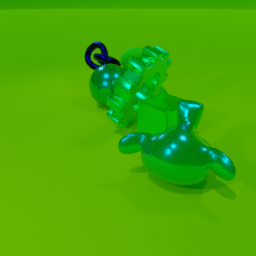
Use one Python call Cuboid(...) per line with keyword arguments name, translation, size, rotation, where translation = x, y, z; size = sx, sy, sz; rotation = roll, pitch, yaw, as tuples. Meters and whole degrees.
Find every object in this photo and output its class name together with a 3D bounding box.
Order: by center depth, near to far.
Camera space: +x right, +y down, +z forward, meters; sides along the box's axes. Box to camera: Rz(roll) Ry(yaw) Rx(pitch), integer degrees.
Cuboid(name="monkey head", translation=(0.904, 0.242, 4.881), size=(1.985, 1.428, 1.196), rotation=(12, 13, 22))
Cuboid(name="cube", translation=(0.863, -0.184, 6.510), size=(0.931, 0.931, 0.931), rotation=(-19, 31, -36))
Cuboid(name="gear", translation=(0.290, -0.969, 6.830), size=(0.386, 2.087, 2.087), rotation=(36, 37, 17))
Cuboid(name="ball", translation=(-0.540, -1.288, 8.464), size=(1.278, 1.278, 1.278), rotation=(0, 25, 0))
Cuboid(name="knot shape", translation=(0.501, -1.555, 8.736), size=(0.939, 2.032, 1.901), rotation=(-27, 15, -2))
Cuboid(name="knot shape", translation=(-0.862, -2.336, 10.078), size=(0.741, 1.603, 1.500), rotation=(-35, 19, -21))
